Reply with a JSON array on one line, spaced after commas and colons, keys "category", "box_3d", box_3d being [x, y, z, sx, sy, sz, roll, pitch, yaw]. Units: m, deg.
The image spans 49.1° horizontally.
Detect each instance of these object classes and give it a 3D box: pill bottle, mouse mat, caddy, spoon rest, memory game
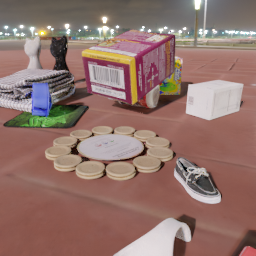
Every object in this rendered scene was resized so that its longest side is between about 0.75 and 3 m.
[{"category": "pill bottle", "box_3d": [0.166, -1.379, 10.714, 1.896, 1.049, 1.049, 10, 21, 25]}, {"category": "mouse mat", "box_3d": [-2.639, -0.459, 9.572, 2.178, 0.102, 2.706, 1, 20, 4]}, {"category": "caddy", "box_3d": [-2.805, -0.932, 9.210, 0.641, 0.863, 1.221, 1, 51, -22]}, {"category": "spoon rest", "box_3d": [0.299, 1.512, 3.312, 0.752, 0.459, 1.514, 13, 22, 34]}, {"category": "memory game", "box_3d": [-0.407, 0.487, 6.673, 2.970, 0.189, 2.970, 1, 19, 0]}]

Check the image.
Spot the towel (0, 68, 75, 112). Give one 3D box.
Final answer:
[{"category": "towel", "box_3d": [-3.692, -1.623, 10.843, 2.217, 1.146, 2.677, 11, 26, 27]}]

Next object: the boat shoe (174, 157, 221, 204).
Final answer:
[{"category": "boat shoe", "box_3d": [1.247, 0.898, 5.108, 0.464, 0.429, 1.256, -5, 20, -13]}]

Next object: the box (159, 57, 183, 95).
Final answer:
[{"category": "box", "box_3d": [1.575, -2.414, 12.828, 1.561, 1.621, 0.989, -1, 19, -4]}]

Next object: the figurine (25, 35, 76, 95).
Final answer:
[{"category": "figurine", "box_3d": [-3.639, -2.835, 12.632, 2.616, 2.553, 1.126, 10, 22, 28]}]

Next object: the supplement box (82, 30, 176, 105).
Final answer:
[{"category": "supplement box", "box_3d": [0.133, -2.212, 9.578, 1.912, 1.507, 2.921, 18, 39, 31]}]

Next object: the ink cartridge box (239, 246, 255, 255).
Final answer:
[{"category": "ink cartridge box", "box_3d": [1.086, 1.853, 1.841, 1.342, 0.758, 1.828, 16, 25, 38]}]

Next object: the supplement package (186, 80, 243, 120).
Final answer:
[{"category": "supplement package", "box_3d": [3.008, -1.018, 9.705, 1.823, 1.037, 0.999, -14, 25, -38]}]
